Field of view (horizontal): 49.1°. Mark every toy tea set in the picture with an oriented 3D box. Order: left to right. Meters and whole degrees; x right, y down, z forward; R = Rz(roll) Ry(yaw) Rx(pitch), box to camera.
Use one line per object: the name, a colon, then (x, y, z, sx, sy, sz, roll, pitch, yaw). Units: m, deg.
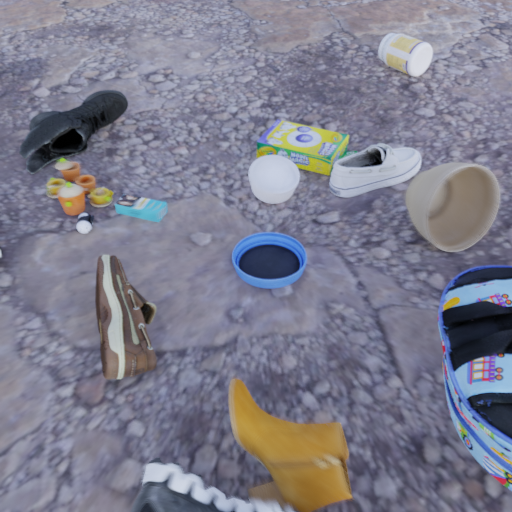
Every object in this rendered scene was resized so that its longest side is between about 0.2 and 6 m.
toy tea set: (-4.041, -1.633, 12.334, 1.131, 0.704, 1.902, -29, 48, -30)

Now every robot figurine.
robot figurine: (-3.518, -0.674, 11.524, 0.312, 0.376, 0.500, 10, 38, -15)

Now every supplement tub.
supplement tub: (4.681, -6.365, 17.644, 1.044, 1.044, 1.436, -26, 47, -27)

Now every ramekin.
ramekin: (0.380, -1.639, 12.307, 1.117, 0.520, 1.117, 2, 57, -2)

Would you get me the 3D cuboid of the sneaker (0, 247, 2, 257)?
sneaker: (-6.091, -0.228, 10.665, 2.705, 1.021, 1.556, 19, 34, 10)

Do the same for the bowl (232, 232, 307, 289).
bowl: (0.249, 0.084, 10.647, 1.413, 0.277, 1.413, 0, 40, 0)

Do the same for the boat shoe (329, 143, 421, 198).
boat shoe: (2.779, -2.140, 12.817, 2.586, 0.850, 0.930, -18, 44, -20)

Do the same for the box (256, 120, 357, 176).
box: (1.268, -2.631, 13.661, 2.232, 0.540, 1.309, 18, 44, 18)

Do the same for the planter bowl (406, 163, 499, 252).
planter bowl: (3.705, -1.081, 11.073, 1.721, 1.721, 1.159, -16, 27, -18)

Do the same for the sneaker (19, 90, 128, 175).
sneaker: (-4.448, -3.151, 14.022, 3.102, 0.932, 1.618, -25, 46, -20)

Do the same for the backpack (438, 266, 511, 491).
backpack: (4.078, 1.754, 6.891, 3.813, 2.565, 3.481, 4, 41, 4)

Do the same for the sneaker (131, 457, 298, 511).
sneaker: (-0.278, 3.395, 6.293, 2.879, 0.957, 1.303, 14, 46, 20)

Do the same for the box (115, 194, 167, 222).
box: (-2.454, -1.028, 11.975, 1.028, 0.253, 0.423, 12, 42, 14)

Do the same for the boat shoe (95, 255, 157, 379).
boat shoe: (-2.131, 0.964, 9.268, 0.926, 0.924, 2.503, 0, 45, -20)

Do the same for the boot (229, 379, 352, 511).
boot: (0.443, 2.333, 7.294, 1.351, 0.664, 1.888, -21, 61, 8)
